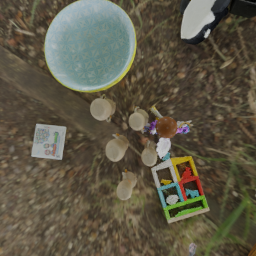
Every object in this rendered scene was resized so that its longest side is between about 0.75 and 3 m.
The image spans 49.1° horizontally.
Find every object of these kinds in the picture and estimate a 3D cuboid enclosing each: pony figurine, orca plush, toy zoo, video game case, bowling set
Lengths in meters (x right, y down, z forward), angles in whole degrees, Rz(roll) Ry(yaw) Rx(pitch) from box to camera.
[{"bbox_3d":[0.824,-0.004,6.924,1.231,1.025,1.188,23,49,38],"label":"pony figurine"},{"bbox_3d":[2.366,-3.549,7.816,1.541,1.041,2.929,-1,71,45],"label":"orca plush"},{"bbox_3d":[1.281,1.434,7.159,1.101,0.172,1.678,-16,81,-3],"label":"toy zoo"},{"bbox_3d":[-2.082,0.358,7.378,0.793,0.103,0.871,6,81,1],"label":"video game case"},{"bbox_3d":[0.321,0.289,6.636,1.781,1.374,2.559,-13,95,10],"label":"bowling set"}]

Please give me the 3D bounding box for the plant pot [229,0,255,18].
[{"bbox_3d":[3.305,-3.575,7.643,0.971,0.861,0.968,13,81,-1],"label":"plant pot"}]

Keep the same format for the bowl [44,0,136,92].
[{"bbox_3d":[-0.837,-1.924,7.135,2.252,1.212,2.252,-1,86,8],"label":"bowl"}]

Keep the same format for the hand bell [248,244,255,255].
[{"bbox_3d":[3.636,2.354,6.639,1.460,1.460,2.804,32,93,5],"label":"hand bell"}]

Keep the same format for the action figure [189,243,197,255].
[{"bbox_3d":[1.476,3.763,6.543,1.953,1.308,1.454,28,123,16],"label":"action figure"}]
